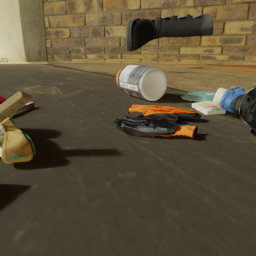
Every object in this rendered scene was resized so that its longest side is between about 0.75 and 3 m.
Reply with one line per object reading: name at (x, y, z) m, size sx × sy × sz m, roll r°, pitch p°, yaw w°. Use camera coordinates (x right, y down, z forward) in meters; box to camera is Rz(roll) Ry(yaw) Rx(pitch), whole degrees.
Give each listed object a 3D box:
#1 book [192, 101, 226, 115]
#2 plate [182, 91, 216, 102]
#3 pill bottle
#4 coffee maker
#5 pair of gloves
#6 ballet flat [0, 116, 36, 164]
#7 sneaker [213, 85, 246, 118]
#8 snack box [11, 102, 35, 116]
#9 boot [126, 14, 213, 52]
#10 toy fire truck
book at (3.034, -0.737, 10.625) m, size 0.764 × 0.275 × 1.144 m, roll -6°, pitch 20°, yaw -15°
plate at (3.568, -1.537, 13.287) m, size 2.021 × 0.258 × 2.021 m, roll 0°, pitch 15°, yaw 0°
pill bottle at (0.490, -2.272, 13.527) m, size 1.528 × 1.528 × 2.876 m, roll -9°, pitch 19°, yaw -27°
coffee maker at (4.385, -0.395, 7.123) m, size 2.286 × 1.540 × 2.196 m, roll -13°, pitch 21°, yaw -35°
pair of gloves at (0.982, -0.242, 8.754) m, size 2.459 × 0.341 × 2.760 m, roll 6°, pitch 20°, yaw 15°
ballet flat at (-2.819, 0.203, 6.497) m, size 0.725 × 0.790 × 2.302 m, roll -21°, pitch 24°, yaw -27°
sneaker at (4.077, -0.921, 9.970) m, size 1.360 × 0.939 × 2.446 m, roll 28°, pitch 20°, yaw 29°
snack box at (-4.321, -0.706, 10.459) m, size 0.706 × 0.239 × 1.965 m, roll 4°, pitch 17°, yaw 13°
boot at (1.535, -3.439, 10.016) m, size 2.977 × 0.977 × 2.454 m, roll 4°, pitch 37°, yaw 9°
toy fire truck at (-3.628, -0.351, 6.994) m, size 2.758 × 1.775 × 2.428 m, roll 11°, pitch 17°, yaw 7°
